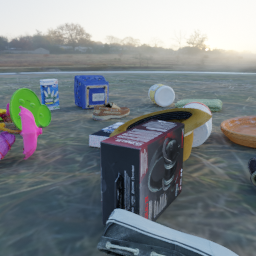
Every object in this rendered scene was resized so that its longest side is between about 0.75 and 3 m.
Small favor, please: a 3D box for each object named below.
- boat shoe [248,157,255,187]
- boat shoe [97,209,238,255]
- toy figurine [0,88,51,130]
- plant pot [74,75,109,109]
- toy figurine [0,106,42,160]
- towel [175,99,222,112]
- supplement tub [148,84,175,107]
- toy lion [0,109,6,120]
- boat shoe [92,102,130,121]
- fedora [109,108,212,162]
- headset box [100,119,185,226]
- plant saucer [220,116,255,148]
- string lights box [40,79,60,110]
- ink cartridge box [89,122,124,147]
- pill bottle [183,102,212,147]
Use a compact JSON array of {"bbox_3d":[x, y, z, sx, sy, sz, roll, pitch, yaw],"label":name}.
[{"bbox_3d":[2.843,1.030,5.832,0.541,0.601,1.671,8,21,-3],"label":"boat shoe"},{"bbox_3d":[0.557,1.668,3.500,1.946,0.688,0.620,14,52,20],"label":"boat shoe"},{"bbox_3d":[-4.448,-0.544,10.846,1.996,1.628,2.169,-4,-10,23],"label":"toy figurine"},{"bbox_3d":[-1.904,-1.888,15.115,1.677,1.677,1.508,-7,23,-25],"label":"plant pot"},{"bbox_3d":[-3.773,0.148,7.403,2.701,2.203,2.935,14,40,16],"label":"toy figurine"},{"bbox_3d":[3.777,-1.249,14.914,2.372,0.433,1.760,5,16,18],"label":"towel"},{"bbox_3d":[1.859,-1.886,15.905,1.163,1.163,1.600,-3,15,-13],"label":"supplement tub"},{"bbox_3d":[-6.071,-0.663,12.434,2.045,0.732,2.133,-3,13,-39],"label":"toy lion"},{"bbox_3d":[-0.711,-0.822,12.692,2.002,0.719,0.758,-13,20,-42],"label":"boat shoe"},{"bbox_3d":[0.899,0.293,7.276,2.748,1.121,2.748,-12,14,3],"label":"fedora"},{"bbox_3d":[0.281,0.788,4.967,0.779,1.502,2.018,8,16,29],"label":"headset box"},{"bbox_3d":[4.487,0.114,9.244,2.742,0.513,2.742,-5,14,1],"label":"plant saucer"},{"bbox_3d":[-4.065,-1.737,14.557,0.797,1.551,0.457,-12,19,-36],"label":"string lights box"},{"bbox_3d":[0.107,0.284,9.059,2.006,0.435,1.987,8,16,25],"label":"ink cartridge box"},{"bbox_3d":[2.147,-0.142,9.181,1.165,1.165,2.127,4,16,16],"label":"pill bottle"}]
